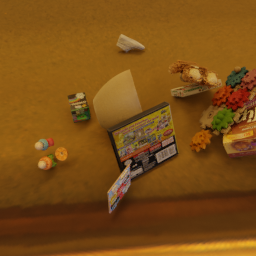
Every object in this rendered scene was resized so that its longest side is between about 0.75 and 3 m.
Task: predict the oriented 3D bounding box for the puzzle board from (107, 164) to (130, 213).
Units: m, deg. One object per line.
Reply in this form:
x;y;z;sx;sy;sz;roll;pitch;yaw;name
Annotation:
-0.184;1.449;6.706;0.087;0.757;1.004;18;42;22;puzzle board

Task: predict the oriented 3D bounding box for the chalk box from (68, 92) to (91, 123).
-1.488;-0.566;8.653;0.567;0.563;0.908;-13;53;-10;chalk box

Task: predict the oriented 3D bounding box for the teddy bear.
1.983;-1.577;8.490;1.448;0.667;1.998;0;23;-24;teddy bear

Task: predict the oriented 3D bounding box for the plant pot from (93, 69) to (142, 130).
-0.273;-0.590;7.974;1.244;1.852;1.852;-16;52;3;plant pot

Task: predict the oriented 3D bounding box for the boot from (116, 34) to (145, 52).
0.087;-3.172;10.869;1.057;0.505;0.389;25;25;-9;boot

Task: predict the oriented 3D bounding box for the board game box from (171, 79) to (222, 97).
2.214;-1.309;9.153;1.389;0.240;0.877;-16;12;-14;board game box

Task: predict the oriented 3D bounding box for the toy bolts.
-2.071;0.640;7.330;0.771;0.560;0.807;-24;90;17;toy bolts

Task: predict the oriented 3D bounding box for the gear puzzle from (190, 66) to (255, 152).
2.585;-0.571;7.916;2.877;0.377;1.490;-54;23;2;gear puzzle

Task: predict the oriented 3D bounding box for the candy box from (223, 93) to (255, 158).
3.529;-0.333;7.894;1.416;0.685;2.426;-12;39;32;candy box

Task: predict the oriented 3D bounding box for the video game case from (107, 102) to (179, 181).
0.457;0.370;7.281;1.767;1.597;0.225;-26;29;-19;video game case
